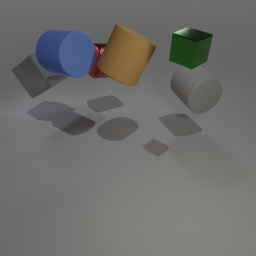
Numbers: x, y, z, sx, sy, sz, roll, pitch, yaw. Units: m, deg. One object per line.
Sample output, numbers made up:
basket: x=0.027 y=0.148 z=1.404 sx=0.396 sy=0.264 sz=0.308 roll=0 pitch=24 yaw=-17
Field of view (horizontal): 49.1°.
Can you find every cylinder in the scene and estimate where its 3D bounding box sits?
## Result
cylinder: x=-2.024 y=-2.431 z=9.098 sx=1.400 sy=1.400 sz=1.400 roll=19 pitch=35 yaw=39
cylinder: x=-0.048 y=-2.246 z=8.673 sx=1.400 sy=1.400 sz=1.400 roll=25 pitch=22 yaw=-11
cylinder: x=-0.892 y=-2.838 z=11.806 sx=1.400 sy=1.400 sz=1.400 roll=-12 pitch=31 yaw=-35
cylinder: x=2.495 y=-1.492 z=10.338 sx=1.400 sy=1.400 sz=1.400 roll=-10 pitch=39 yaw=-17

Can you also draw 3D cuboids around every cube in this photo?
cube: x=1.506 y=-1.935 z=6.767 sx=0.700 sy=0.700 sz=0.700 roll=32 pitch=46 yaw=32
cube: x=-3.449 y=-2.272 z=11.284 sx=1.400 sy=1.400 sz=1.400 roll=-19 pitch=20 yaw=38
